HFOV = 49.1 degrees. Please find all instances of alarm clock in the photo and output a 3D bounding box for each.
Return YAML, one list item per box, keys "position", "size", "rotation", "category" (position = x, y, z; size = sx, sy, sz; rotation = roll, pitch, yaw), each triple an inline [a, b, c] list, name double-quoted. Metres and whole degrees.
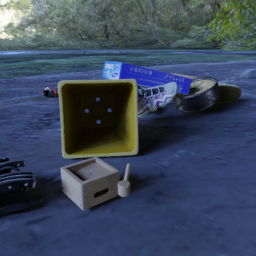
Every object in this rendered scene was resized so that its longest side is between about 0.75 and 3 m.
- position: [2.586, -1.351, 10.572]
  size: [1.704, 0.841, 2.527]
  rotation: [-12, 29, 23]
  category: "alarm clock"

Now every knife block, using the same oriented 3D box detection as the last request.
- position: [-2.614, 1.123, 4.273]
  size: [1.935, 0.705, 2.204]
  rotation: [6, 19, 21]
  category: "knife block"

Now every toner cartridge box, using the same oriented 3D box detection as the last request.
- position: [0.665, -1.675, 9.459]
  size: [2.757, 0.595, 1.310]
  rotation: [6, 10, -29]
  category: "toner cartridge box"

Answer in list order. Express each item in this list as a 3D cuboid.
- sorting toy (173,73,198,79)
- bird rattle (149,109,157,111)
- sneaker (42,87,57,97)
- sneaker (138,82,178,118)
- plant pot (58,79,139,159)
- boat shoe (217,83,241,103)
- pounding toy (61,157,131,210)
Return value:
- position: [2.292, -2.197, 13.950]
  size: [1.894, 0.659, 1.882]
  rotation: [-14, 24, -34]
  category: "sorting toy"
- position: [0.546, -0.956, 10.303]
  size: [1.262, 0.872, 1.547]
  rotation: [8, 16, -30]
  category: "bird rattle"
- position: [-3.667, -1.626, 12.739]
  size: [0.515, 0.373, 1.054]
  rotation: [-15, 26, -42]
  category: "sneaker"
- position: [0.582, -1.026, 8.433]
  size: [1.176, 1.682, 0.654]
  rotation: [33, 32, -40]
  category: "sneaker"
- position: [-0.741, -0.335, 7.178]
  size: [1.757, 1.769, 1.809]
  rotation: [-2, 9, -6]
  category: "plant pot"
- position: [3.489, -1.505, 11.653]
  size: [2.280, 0.832, 0.717]
  rotation: [-5, 33, 7]
  category: "boat shoe"
- position: [-0.395, 1.000, 4.875]
  size: [1.075, 0.560, 1.223]
  rotation: [-14, 24, -36]
  category: "pounding toy"
